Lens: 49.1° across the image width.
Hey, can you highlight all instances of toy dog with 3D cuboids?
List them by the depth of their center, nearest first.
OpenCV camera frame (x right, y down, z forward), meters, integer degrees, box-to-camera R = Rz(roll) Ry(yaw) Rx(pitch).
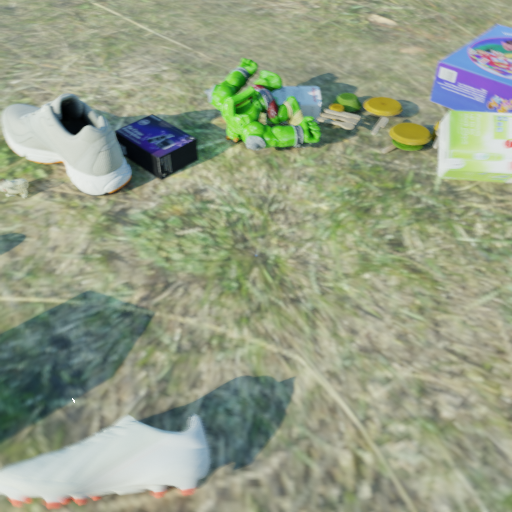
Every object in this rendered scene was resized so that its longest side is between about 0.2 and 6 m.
[{"bbox_3d":[-4.609,-1.328,10.597,0.491,0.343,0.476,1,52,-2],"label":"toy dog"}]

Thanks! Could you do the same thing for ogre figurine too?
[{"bbox_3d":[0.006,-3.118,11.770,1.559,1.275,2.600,-27,85,-25],"label":"ogre figurine"}]

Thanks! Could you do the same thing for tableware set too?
[{"bbox_3d":[2.843,-2.906,12.304,2.787,0.428,1.877,17,43,19],"label":"tableware set"}]

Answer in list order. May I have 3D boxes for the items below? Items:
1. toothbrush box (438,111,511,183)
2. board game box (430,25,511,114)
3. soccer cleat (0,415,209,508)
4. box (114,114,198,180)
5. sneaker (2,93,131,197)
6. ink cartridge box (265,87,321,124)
[{"bbox_3d":[4.417,-2.082,10.770,1.623,0.699,1.182,5,84,3],"label":"toothbrush box"},{"bbox_3d":[6.772,-3.726,12.658,4.502,1.008,3.027,33,53,30],"label":"board game box"},{"bbox_3d":[-1.724,2.317,6.404,2.350,0.814,0.912,-2,71,-10],"label":"soccer cleat"},{"bbox_3d":[-2.041,-2.263,11.478,1.441,0.568,1.017,33,50,30],"label":"box"},{"bbox_3d":[-3.850,-2.603,11.060,3.505,1.612,1.327,28,49,26],"label":"sneaker"},{"bbox_3d":[0.817,-3.425,12.708,1.231,0.517,0.896,1,44,1],"label":"ink cartridge box"}]
